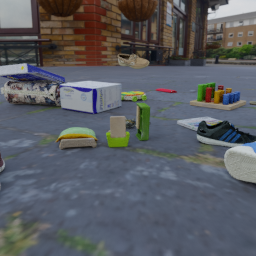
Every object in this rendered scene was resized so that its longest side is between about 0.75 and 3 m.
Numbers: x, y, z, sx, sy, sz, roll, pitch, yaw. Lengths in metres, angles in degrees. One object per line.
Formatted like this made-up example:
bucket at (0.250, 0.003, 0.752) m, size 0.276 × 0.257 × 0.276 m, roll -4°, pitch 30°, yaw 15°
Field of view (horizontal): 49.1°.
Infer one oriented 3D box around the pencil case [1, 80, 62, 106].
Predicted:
pencil case at (-4.153, -1.551, 12.470) m, size 2.750 × 1.070 × 1.230 m, roll 4°, pitch -6°, yaw 13°

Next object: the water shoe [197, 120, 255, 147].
water shoe at (2.593, 0.130, 7.198) m, size 1.593 × 0.629 × 0.569 m, roll 4°, pitch 16°, yaw 13°

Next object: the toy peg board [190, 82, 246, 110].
toy peg board at (4.080, -1.490, 12.584) m, size 1.877 × 0.922 × 1.884 m, roll 13°, pitch 20°, yaw 40°

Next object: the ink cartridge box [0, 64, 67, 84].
ink cartridge box at (-4.023, -2.331, 12.501) m, size 2.380 × 0.559 × 2.352 m, roll 1°, pitch -5°, yaw 28°

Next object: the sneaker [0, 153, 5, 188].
sneaker at (-2.650, 0.499, 4.896) m, size 0.739 × 1.129 × 1.954 m, roll -5°, pitch 16°, yaw -18°

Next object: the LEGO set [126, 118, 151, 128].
LEGO set at (0.164, -0.124, 8.970) m, size 1.137 × 0.322 × 0.738 m, roll 9°, pitch 14°, yaw -16°

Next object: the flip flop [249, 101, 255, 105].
flip flop at (6.077, -1.203, 12.697) m, size 1.056 × 0.304 × 0.428 m, roll 4°, pitch 16°, yaw 14°

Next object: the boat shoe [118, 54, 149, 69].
boat shoe at (0.205, -2.911, 12.098) m, size 1.465 × 0.473 × 0.522 m, roll 11°, pitch 54°, yaw 24°

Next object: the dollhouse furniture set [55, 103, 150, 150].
dollhouse furniture set at (-0.664, -0.108, 7.457) m, size 2.479 × 0.957 × 1.239 m, roll -2°, pitch 15°, yaw -9°

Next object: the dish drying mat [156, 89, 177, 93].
dish drying mat at (2.294, -2.255, 16.890) m, size 0.526 × 0.125 × 1.370 m, roll -12°, pitch 19°, yaw -33°

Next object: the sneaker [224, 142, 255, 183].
sneaker at (2.902, 0.676, 4.702) m, size 1.285 × 0.887 × 2.310 m, roll -16°, pitch 13°, yaw -21°

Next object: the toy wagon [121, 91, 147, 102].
toy wagon at (0.062, -1.570, 13.985) m, size 1.686 × 0.334 × 1.308 m, roll -10°, pitch 18°, yaw -34°

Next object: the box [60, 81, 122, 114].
box at (-1.534, -1.354, 11.846) m, size 1.813 × 1.034 × 1.972 m, roll 11°, pitch 18°, yaw 32°

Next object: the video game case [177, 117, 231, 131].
video game case at (2.470, -0.121, 9.054) m, size 1.312 × 0.145 × 1.194 m, roll -7°, pitch 17°, yaw -26°
